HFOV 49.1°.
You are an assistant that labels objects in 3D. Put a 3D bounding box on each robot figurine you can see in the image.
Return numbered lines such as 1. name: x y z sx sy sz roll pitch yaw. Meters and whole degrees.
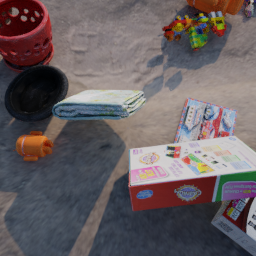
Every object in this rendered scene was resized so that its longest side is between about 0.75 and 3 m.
1. robot figurine: -2.471 0.459 7.321 0.985 0.574 0.709 3 102 2
2. robot figurine: 2.926 -4.687 9.738 2.190 1.277 1.575 28 82 13

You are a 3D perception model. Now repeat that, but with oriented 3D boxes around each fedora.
1. fedora: -2.460 -0.853 7.858 1.839 0.840 1.839 -1 65 2

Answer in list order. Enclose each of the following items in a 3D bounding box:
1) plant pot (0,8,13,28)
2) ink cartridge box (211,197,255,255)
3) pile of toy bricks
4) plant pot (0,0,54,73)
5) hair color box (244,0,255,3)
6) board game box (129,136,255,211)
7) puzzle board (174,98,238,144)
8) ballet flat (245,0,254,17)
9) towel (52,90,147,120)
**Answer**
1. plant pot: -5.053 -4.383 9.081 2.599 2.599 2.256 -39 84 -19
2. ink cartridge box: 3.297 1.858 6.372 1.825 0.872 2.079 36 67 17
3. pile of toy bricks: 2.174 -3.029 9.106 2.075 1.151 1.024 -16 90 -27
4. plant pot: -3.121 -2.705 8.415 1.814 1.652 1.814 0 62 1
5. hair color box: 4.899 -5.008 10.387 1.283 0.416 0.701 14 63 5
6. board game box: 1.398 0.889 6.202 2.748 2.103 0.554 -7 105 3
7. puzzle board: 2.141 0.109 7.732 1.495 0.173 1.984 17 62 9
8. ballet flat: 4.413 -4.387 10.108 0.290 0.299 0.840 14 63 8
9. towel: -0.665 -0.612 7.230 1.993 0.480 1.706 4 19 20
